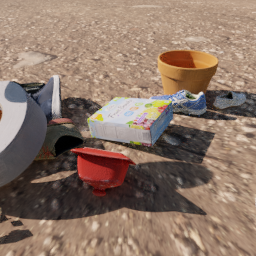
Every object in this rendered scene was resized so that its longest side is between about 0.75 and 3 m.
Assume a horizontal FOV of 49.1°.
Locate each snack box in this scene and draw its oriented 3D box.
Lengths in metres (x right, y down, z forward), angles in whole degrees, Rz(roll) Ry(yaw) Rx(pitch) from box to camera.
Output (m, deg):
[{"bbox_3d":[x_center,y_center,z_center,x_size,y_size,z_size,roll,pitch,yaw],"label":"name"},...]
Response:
[{"bbox_3d":[0.115,-0.292,9.044,2.187,0.740,1.844,6,31,28],"label":"snack box"}]

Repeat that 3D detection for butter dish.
[{"bbox_3d":[-0.622,1.117,6.858,1.469,1.089,1.473,9,-10,8],"label":"butter dish"}]

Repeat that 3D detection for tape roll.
[{"bbox_3d":[-3.600,0.139,7.263,2.848,0.941,2.848,-10,55,14],"label":"tape roll"}]

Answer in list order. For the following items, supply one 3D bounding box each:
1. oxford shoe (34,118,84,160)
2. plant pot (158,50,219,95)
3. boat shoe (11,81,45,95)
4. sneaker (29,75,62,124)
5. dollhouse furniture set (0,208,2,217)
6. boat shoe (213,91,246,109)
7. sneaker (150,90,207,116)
[{"bbox_3d":[-2.554,0.467,7.887,2.763,0.973,1.033,-22,42,-30],"label":"oxford shoe"},{"bbox_3d":[2.316,-2.014,11.208,2.309,1.616,2.309,-1,32,0],"label":"plant pot"},{"bbox_3d":[-4.466,-1.521,11.183,2.609,0.787,0.987,2,30,1],"label":"boat shoe"},{"bbox_3d":[-3.409,-1.096,10.187,1.986,1.045,2.748,-3,37,-9],"label":"sneaker"},{"bbox_3d":[-3.302,1.970,6.186,0.963,0.666,1.021,16,-3,-14],"label":"dollhouse furniture set"},{"bbox_3d":[4.015,-1.163,10.866,1.544,0.535,0.547,-17,36,-25],"label":"boat shoe"},{"bbox_3d":[1.843,-1.034,10.393,2.141,0.825,0.811,6,34,14],"label":"sneaker"}]
